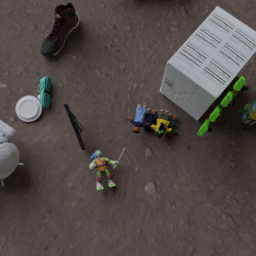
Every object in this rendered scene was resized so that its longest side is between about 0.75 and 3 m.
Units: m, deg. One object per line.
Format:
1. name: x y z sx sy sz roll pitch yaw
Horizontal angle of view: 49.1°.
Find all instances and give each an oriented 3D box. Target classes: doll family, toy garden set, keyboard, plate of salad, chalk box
1. doll family: 0.896 -0.148 9.816 1.806 0.708 1.044 13 80 9
2. toy garden set: 2.863 -0.622 8.228 0.378 1.579 1.894 38 114 9
3. keyboard: -1.704 -0.050 9.418 0.329 0.864 1.661 -23 93 -10
4. plate of salad: -3.584 -0.694 10.153 0.946 0.227 0.946 0 86 1
5. chalk box: 4.452 -0.494 9.851 1.133 0.707 0.702 18 77 3

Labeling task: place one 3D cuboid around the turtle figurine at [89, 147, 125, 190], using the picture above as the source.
1. turtle figurine: -0.760 1.357 9.186 1.295 0.932 1.256 -10 91 34

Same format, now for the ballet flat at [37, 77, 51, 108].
1. ballet flat: -3.081 -1.275 10.256 0.436 0.417 1.238 -5 74 24

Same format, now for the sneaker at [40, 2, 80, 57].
1. sneaker: -2.670 -3.780 10.391 0.828 1.265 2.189 29 78 7

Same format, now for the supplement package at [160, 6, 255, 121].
1. supplement package: 2.627 -2.011 9.345 1.854 2.410 2.521 40 79 9

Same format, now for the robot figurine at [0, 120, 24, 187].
1. robot figurine: -4.652 0.728 9.151 2.592 1.463 2.198 38 88 10
